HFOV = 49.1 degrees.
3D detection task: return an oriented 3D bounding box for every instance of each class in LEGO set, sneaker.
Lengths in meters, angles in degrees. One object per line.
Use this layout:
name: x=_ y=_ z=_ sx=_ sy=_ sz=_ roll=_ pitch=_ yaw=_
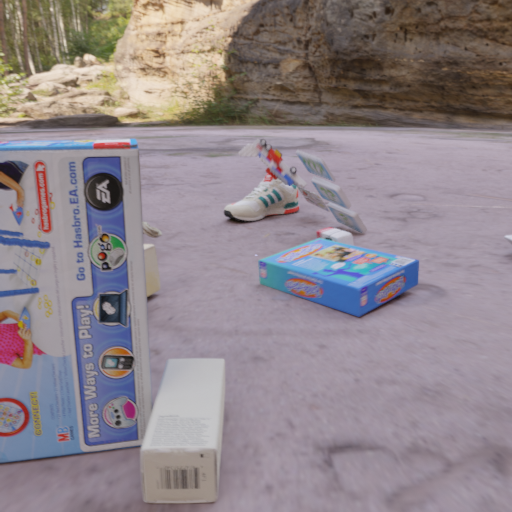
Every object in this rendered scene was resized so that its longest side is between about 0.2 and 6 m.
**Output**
LEGO set: x=0.958 y=-1.605 z=13.056 sx=0.759 sy=2.310 sz=3.092 roll=-46 pitch=38 yaw=-7
sneaker: x=0.148 y=-1.559 z=14.241 sx=2.419 sy=1.131 sz=0.852 roll=-13 pitch=21 yaw=-39

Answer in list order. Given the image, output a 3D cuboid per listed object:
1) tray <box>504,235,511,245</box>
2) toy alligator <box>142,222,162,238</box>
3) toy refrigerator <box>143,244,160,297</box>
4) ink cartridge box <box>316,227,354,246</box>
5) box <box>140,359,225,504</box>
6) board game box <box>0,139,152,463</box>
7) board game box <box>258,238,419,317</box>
tray: x=6.017 y=0.249 z=9.481 sx=1.958 sy=0.404 sz=3.647 roll=-3 pitch=17 yaw=-6
toy alligator: x=-3.186 y=-0.781 z=12.058 sx=1.132 sy=1.036 sz=3.817 roll=27 pitch=6 yaw=-41
toy refrigerator: x=-2.398 y=0.507 z=7.944 sx=0.904 sy=0.833 sz=2.382 roll=1 pitch=15 yaw=23
ink cartridge box: x=1.480 y=-0.173 z=10.444 sx=0.326 sy=0.578 sz=0.787 roll=-16 pitch=17 yaw=-19
box: x=-0.609 y=1.501 z=5.070 sx=0.630 sy=0.525 sz=1.534 roll=0 pitch=16 yaw=1
board game box: x=-2.314 y=0.415 z=4.821 sx=2.711 sy=2.768 sz=0.774 roll=-3 pitch=17 yaw=-12
board game box: x=1.310 y=0.270 z=9.108 sx=1.583 sy=0.468 sz=2.082 roll=-20 pitch=25 yaw=-39
